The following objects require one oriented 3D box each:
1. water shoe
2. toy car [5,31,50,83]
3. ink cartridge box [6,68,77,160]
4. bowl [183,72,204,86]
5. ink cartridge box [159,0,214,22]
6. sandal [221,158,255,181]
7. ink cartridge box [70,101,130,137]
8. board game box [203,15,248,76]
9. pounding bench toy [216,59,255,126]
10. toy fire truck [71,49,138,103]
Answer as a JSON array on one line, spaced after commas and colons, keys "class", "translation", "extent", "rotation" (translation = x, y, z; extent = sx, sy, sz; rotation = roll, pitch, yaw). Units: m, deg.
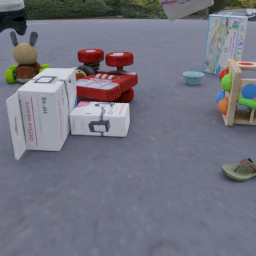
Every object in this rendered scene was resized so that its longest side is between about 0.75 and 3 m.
[{"class": "water shoe", "translation": [-2.659, -1.663, 4.586], "extent": [2.044, 0.807, 0.731], "rotation": [-22, 45, -22]}, {"class": "toy car", "translation": [-4.202, -2.970, 11.581], "extent": [1.641, 1.998, 1.576], "rotation": [-4, 26, -8]}, {"class": "ink cartridge box", "translation": [-1.921, -0.431, 6.828], "extent": [0.853, 1.481, 2.557], "rotation": [3, 26, 2]}, {"class": "bowl", "translation": [2.631, -1.987, 11.353], "extent": [0.812, 0.424, 0.812], "rotation": [1, 25, 0]}, {"class": "ink cartridge box", "translation": [1.061, -3.280, 5.883], "extent": [1.073, 1.102, 1.714], "rotation": [-16, -12, 20]}, {"class": "sandal", "translation": [2.457, 0.760, 5.608], "extent": [1.254, 0.358, 0.498], "rotation": [-5, 26, -10]}, {"class": "ink cartridge box", "translation": [-0.704, -0.256, 7.477], "extent": [1.420, 0.599, 1.028], "rotation": [3, 25, 6]}, {"class": "board game box", "translation": [4.164, -3.550, 12.216], "extent": [0.431, 2.515, 1.691], "rotation": [-16, 30, -30]}, {"class": "pounding bench toy", "translation": [3.492, -0.804, 7.494], "extent": [1.982, 1.578, 2.541], "rotation": [5, 26, 10]}, {"class": "toy fire truck", "translation": [-1.146, -1.564, 9.120], "extent": [2.803, 1.572, 2.354], "rotation": [13, 28, 26]}]
